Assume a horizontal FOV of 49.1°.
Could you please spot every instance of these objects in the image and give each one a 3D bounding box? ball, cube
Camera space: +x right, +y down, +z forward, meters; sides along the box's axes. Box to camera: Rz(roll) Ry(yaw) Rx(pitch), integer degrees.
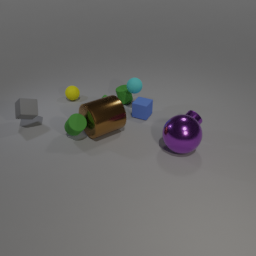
[{"bbox_3d":[1.926,0.216,9.961,1.400,1.400,1.400,0,32,0],"label":"ball"},{"bbox_3d":[-4.104,-0.771,11.312,0.700,0.700,0.700,1,-13,-38],"label":"cube"},{"bbox_3d":[-2.710,-1.713,13.659,0.700,0.700,0.700,0,32,0],"label":"ball"},{"bbox_3d":[0.288,-1.859,12.309,0.700,0.700,0.700,0,32,0],"label":"ball"},{"bbox_3d":[0.631,-0.868,12.284,0.700,0.700,0.700,15,36,22],"label":"cube"}]

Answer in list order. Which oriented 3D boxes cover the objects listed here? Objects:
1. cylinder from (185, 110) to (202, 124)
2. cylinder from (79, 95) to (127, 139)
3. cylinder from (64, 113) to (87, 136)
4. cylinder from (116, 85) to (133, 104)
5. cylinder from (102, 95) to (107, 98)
[{"bbox_3d":[2.424,-0.220,10.975,0.700,0.700,0.700,-45,47,-13],"label":"cylinder"},{"bbox_3d":[-1.006,-0.453,11.013,1.400,1.400,1.400,-22,38,-30],"label":"cylinder"},{"bbox_3d":[-1.992,-0.121,10.614,0.700,0.700,0.700,-20,-7,-29],"label":"cylinder"},{"bbox_3d":[-0.176,-1.609,13.391,0.700,0.700,0.700,-11,33,7],"label":"cylinder"},{"bbox_3d":[-0.879,-1.013,12.422,0.700,0.700,0.700,29,38,7],"label":"cylinder"}]
